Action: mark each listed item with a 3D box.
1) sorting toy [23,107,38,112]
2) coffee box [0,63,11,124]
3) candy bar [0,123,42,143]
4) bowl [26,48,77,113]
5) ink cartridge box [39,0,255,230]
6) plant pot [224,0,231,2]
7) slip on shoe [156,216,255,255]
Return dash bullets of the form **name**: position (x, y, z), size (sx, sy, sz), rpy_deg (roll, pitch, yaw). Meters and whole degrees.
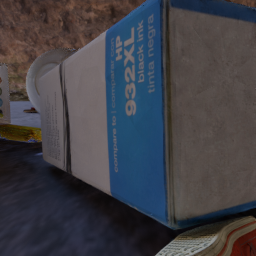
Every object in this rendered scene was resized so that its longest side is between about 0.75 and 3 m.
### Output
- **sorting toy**: position (-4.514, -1.015, 15.185), size (1.463, 0.263, 1.964), rpy_deg (1, 7, 11)
- **coffee box**: position (-4.511, -0.906, 7.641), size (1.770, 1.750, 1.767), rpy_deg (4, 8, 35)
- **candy bar**: position (-2.354, 0.077, 5.604), size (2.560, 0.284, 0.638), rpy_deg (4, 4, 37)
- **bowl**: position (-2.114, -1.349, 8.560), size (2.417, 2.417, 1.086), rpy_deg (0, 4, 3)
- **ink cartridge box**: position (0.364, -0.147, 2.803), size (1.942, 1.120, 2.676), rpy_deg (-5, 3, -29)
- **plant pot**: position (1.400, -0.949, 4.953), size (1.166, 2.526, 2.526), rpy_deg (3, 5, -19)
- **slip on shoe**: position (0.408, 0.591, 1.245), size (0.360, 0.298, 0.973), rpy_deg (-25, -18, 25)
